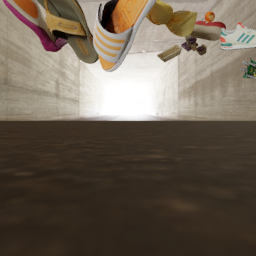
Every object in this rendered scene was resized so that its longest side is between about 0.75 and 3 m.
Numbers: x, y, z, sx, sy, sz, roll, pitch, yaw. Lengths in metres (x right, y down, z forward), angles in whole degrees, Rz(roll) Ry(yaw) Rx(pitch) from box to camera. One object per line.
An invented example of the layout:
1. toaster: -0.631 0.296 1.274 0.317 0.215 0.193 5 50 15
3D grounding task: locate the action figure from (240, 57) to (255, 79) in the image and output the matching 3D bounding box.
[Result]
1. action figure: 4.226 -1.967 9.516 0.376 0.813 1.376 4 22 -3

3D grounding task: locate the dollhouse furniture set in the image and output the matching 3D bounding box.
1. dollhouse furniture set: 2.145 -3.578 11.954 1.838 1.304 1.456 -29 44 2

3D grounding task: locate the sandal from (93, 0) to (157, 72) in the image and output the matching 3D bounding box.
1. sandal: -0.283 -2.574 6.433 0.859 1.148 2.998 -9 -30 -36

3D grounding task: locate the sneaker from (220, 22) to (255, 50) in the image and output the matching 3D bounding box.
1. sneaker: 2.253 -1.779 5.342 0.994 0.465 0.350 1 29 29

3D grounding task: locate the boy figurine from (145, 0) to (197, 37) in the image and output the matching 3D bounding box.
1. boy figurine: 0.763 -3.487 8.004 2.619 0.844 1.628 28 25 -2

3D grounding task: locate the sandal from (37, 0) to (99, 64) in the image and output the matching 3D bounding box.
1. sandal: -1.574 -2.532 7.119 1.083 0.728 2.695 10 -30 31

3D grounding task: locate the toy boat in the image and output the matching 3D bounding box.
1. toy boat: 2.980 -3.906 10.536 1.475 0.964 0.962 25 5 33

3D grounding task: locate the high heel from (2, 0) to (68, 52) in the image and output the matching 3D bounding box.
1. high heel: -2.824 -2.996 8.236 1.181 0.829 2.462 -16 -16 29
